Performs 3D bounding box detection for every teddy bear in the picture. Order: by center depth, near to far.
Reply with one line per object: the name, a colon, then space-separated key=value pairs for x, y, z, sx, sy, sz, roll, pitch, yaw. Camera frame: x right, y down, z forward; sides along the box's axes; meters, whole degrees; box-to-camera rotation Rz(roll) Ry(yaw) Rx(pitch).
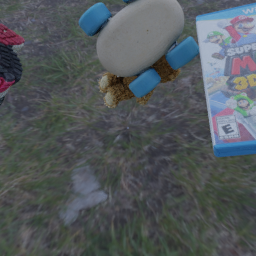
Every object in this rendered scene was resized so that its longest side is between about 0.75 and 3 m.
teddy bear: x=0.254 y=-1.218 z=6.986 sx=2.101 sy=0.701 sz=1.523 roll=-38 pitch=49 yaw=-4

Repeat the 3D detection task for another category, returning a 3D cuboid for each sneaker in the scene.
sneaker: x=-2.404 y=-1.107 z=4.393 sx=1.168 sy=1.082 sz=2.898 roll=27 pitch=22 yaw=-31

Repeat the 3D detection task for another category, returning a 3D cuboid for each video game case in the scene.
video game case: x=2.039 y=-0.912 z=3.842 sx=1.975 sy=0.246 sz=2.760 roll=-7 pitch=51 yaw=16

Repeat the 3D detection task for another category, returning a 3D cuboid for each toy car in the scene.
toy car: x=0.334 y=-2.062 z=6.269 sx=1.892 sy=1.972 sz=2.139 roll=-36 pitch=10 yaw=18
